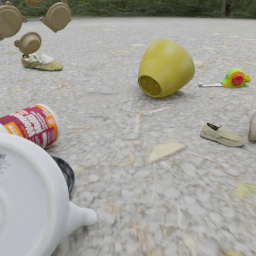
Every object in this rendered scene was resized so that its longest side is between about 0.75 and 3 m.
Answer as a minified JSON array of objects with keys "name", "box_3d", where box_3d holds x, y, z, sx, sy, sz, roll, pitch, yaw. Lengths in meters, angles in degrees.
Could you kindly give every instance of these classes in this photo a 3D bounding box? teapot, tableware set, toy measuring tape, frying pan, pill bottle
[{"name":"teapot","box_3d":[-2.040,1.186,4.396,2.330,2.361,1.724,-31,-3,-9]},{"name":"tableware set","box_3d":[-3.121,-3.586,9.212,2.702,2.257,0.314,-46,65,-5]},{"name":"toy measuring tape","box_3d":[4.287,-2.220,12.323,2.327,0.856,0.856,-1,26,-2]},{"name":"frying pan","box_3d":[-2.078,0.936,5.846,1.993,0.324,1.206,23,45,1]},{"name":"pill bottle","box_3d":[-2.826,0.246,6.934,1.172,1.172,2.139,17,30,30]}]

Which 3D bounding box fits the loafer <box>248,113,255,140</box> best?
[{"name":"loafer","box_3d":[4.368,-0.304,8.400,0.876,0.971,2.566,19,42,31]}]

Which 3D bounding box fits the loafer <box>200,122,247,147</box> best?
[{"name":"loafer","box_3d":[2.676,0.169,7.908,1.293,0.442,0.489,15,30,28]}]

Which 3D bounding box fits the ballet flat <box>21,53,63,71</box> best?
[{"name":"ballet flat","box_3d":[-4.668,-3.576,14.973,2.517,0.890,0.890,10,28,19]}]

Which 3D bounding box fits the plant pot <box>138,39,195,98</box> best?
[{"name":"plant pot","box_3d":[1.268,-2.095,11.002,2.212,2.212,1.570,20,58,34]}]
